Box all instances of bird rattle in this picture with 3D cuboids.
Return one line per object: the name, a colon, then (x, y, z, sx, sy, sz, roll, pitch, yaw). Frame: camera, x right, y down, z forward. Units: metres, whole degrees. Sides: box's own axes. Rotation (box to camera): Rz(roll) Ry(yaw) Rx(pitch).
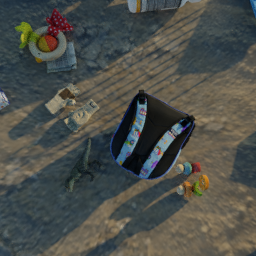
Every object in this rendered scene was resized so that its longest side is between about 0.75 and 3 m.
bird rattle: (-2.973, -3.276, 10.402, 2.092, 1.179, 1.706, -20, 79, -17)

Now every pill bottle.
pill bottle: (1.344, -5.291, 10.494, 2.741, 1.595, 1.595, -7, 76, -3)

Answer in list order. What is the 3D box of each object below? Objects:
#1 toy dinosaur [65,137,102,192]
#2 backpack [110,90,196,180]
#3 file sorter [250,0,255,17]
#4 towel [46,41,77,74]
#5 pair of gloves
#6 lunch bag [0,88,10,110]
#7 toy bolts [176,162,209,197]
toy dinosaur: (-1.424, 1.321, 9.488, 0.873, 0.470, 1.982, 22, 74, 12)
backpack: (0.681, 0.400, 9.056, 2.257, 1.663, 2.472, 28, 77, 6)
file sorter: (5.648, -5.762, 10.319, 1.942, 1.717, 2.798, -4, 67, 0)
towel: (-2.544, -2.668, 10.561, 1.140, 0.204, 1.184, -10, 77, -2)
pair of gloves: (-2.006, -0.755, 10.067, 1.571, 0.276, 1.336, 39, 76, 7)
lunch bag: (-4.729, -1.058, 10.051, 0.641, 0.467, 0.754, -32, 65, -8)
toy bolts: (2.010, 1.629, 9.120, 0.784, 1.079, 1.130, -2, 66, -10)
